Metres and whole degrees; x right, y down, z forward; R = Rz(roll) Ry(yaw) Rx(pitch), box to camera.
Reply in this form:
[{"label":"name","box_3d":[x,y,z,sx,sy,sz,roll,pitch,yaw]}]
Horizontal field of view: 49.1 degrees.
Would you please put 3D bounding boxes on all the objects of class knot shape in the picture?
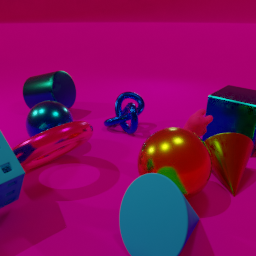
[{"label":"knot shape","box_3d":[-0.153,-0.379,8.339,1.302,0.643,1.392,-28,41,27]}]

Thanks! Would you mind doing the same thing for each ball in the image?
[{"label":"ball","box_3d":[-1.962,-0.098,7.066,1.177,1.177,1.177,0,23,0]},{"label":"ball","box_3d":[0.856,0.667,5.215,1.367,1.367,1.367,0,23,0]}]

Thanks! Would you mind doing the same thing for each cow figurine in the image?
[{"label":"cow figurine","box_3d":[1.333,0.074,6.089,0.897,0.912,0.501,-28,63,-26]}]

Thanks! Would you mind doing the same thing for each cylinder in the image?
[{"label":"cylinder","box_3d":[-2.619,-1.199,9.424,1.273,1.273,1.273,-4,19,27]}]

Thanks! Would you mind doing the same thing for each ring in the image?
[{"label":"ring","box_3d":[-1.629,0.400,5.846,1.957,0.391,1.957,-26,-5,-2]}]

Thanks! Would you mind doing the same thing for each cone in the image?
[{"label":"cone","box_3d":[0.763,1.418,4.380,1.284,1.279,1.279,17,7,-41]},{"label":"cone","box_3d":[2.092,0.885,5.759,1.133,1.133,1.137,2,49,5]}]

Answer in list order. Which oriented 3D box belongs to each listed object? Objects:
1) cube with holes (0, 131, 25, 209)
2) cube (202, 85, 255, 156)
[{"label":"cube with holes","box_3d":[-2.553,0.735,4.484,1.198,1.198,1.198,-25,72,-37]},{"label":"cube","box_3d":[2.904,-0.258,7.381,1.320,1.320,1.320,20,31,35]}]
